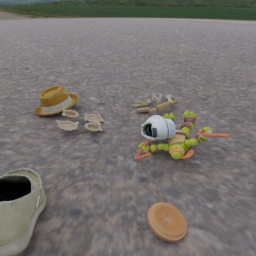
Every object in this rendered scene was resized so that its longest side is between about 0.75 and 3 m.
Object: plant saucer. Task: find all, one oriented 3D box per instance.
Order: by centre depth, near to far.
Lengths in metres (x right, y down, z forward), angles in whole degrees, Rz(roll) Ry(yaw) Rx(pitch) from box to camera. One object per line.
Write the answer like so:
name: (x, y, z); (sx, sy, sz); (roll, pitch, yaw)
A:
plant saucer: (0.716, 1.660, 5.040); (0.767, 0.124, 0.767); (16, 35, -12)

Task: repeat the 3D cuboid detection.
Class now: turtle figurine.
turtle figurine: (1.422, 0.247, 7.338); (2.365, 0.762, 1.907); (-19, 25, 23)

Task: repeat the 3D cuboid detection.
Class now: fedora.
fedora: (-2.608, -1.052, 9.967); (1.663, 0.678, 1.663); (-10, 29, 6)

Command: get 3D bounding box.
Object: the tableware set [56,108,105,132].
tableware set: (-1.471, -0.232, 8.840); (1.551, 0.180, 1.295); (7, 28, -14)

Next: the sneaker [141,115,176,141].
sneaker: (0.655, -0.015, 7.621); (0.658, 0.679, 1.860); (-5, -1, -12)

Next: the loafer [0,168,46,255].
loafer: (-2.000, 1.204, 5.014); (0.983, 0.887, 2.597); (-1, 13, -15)

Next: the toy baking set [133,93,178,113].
toy baking set: (1.060, -0.987, 10.412); (1.941, 0.226, 1.490); (-18, 27, -23)
